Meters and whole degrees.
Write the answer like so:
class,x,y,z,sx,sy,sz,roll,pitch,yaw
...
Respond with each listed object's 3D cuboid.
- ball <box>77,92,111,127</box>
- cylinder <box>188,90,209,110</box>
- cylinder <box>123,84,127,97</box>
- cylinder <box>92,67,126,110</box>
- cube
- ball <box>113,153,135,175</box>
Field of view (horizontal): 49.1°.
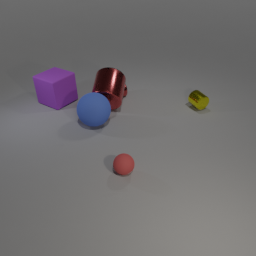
class,x,y,z,sx,sy,sz,roll,pitch,yaw
ball,-1.407,-0.759,11.531,1.400,1.400,1.400,0,32,0
cylinder,3.264,-1.302,12.953,0.700,0.700,0.700,-15,41,-23
cylinder,-0.480,-1.882,14.036,0.700,0.700,0.700,-14,35,-22
cylinder,-0.877,-1.760,12.663,1.400,1.400,1.400,5,61,8
cube,-3.429,-1.917,13.371,1.400,1.400,1.400,20,40,29
ball,-0.137,1.177,9.118,0.700,0.700,0.700,0,32,0
